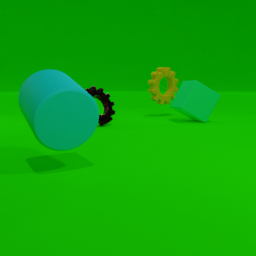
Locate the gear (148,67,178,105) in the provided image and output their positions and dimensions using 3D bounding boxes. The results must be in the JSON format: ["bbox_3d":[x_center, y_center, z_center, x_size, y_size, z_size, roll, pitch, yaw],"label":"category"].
[{"bbox_3d":[1.477,-1.746,11.671,1.518,1.518,0.281,-6,12,-38],"label":"gear"}]

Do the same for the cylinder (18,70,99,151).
[{"bbox_3d":[-1.002,-0.274,3.986,0.906,0.906,0.906,-5,28,-31],"label":"cylinder"}]

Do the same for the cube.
[{"bbox_3d":[2.335,-0.941,9.855,1.077,1.077,1.077,27,2,-14],"label":"cube"}]

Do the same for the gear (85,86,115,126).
[{"bbox_3d":[-0.949,-0.680,8.717,1.239,1.239,0.229,-8,-12,-45],"label":"gear"}]
